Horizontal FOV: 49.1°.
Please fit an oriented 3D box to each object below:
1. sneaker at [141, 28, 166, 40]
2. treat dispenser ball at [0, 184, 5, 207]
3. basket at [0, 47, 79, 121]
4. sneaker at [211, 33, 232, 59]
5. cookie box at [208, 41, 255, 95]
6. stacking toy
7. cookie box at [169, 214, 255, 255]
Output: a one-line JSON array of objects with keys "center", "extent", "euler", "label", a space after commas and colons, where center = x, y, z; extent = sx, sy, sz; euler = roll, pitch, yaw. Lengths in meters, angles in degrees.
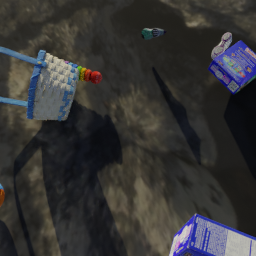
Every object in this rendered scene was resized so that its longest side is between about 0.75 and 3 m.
[{"center": [0.682, -2.529, 7.526], "extent": [0.340, 0.776, 0.289], "euler": [-13, 112, -30], "label": "sneaker"}, {"center": [-3.054, 1.467, 5.956], "extent": [0.786, 0.786, 0.786], "euler": [0, 69, 0], "label": "treat dispenser ball"}, {"center": [-2.188, -0.967, 6.502], "extent": [1.865, 1.644, 1.297], "euler": [11, 54, -19], "label": "basket"}, {"center": [2.614, -2.194, 7.703], "extent": [0.298, 0.397, 0.796], "euler": [39, 97, 31], "label": "sneaker"}, {"center": [2.830, -1.576, 7.241], "extent": [1.148, 0.431, 0.982], "euler": [-35, 75, -22], "label": "cookie box"}, {"center": [-1.224, -1.400, 7.168], "extent": [1.149, 0.491, 0.491], "euler": [13, 70, 2], "label": "stacking toy"}, {"center": [1.832, 2.462, 5.231], "extent": [1.822, 1.559, 0.685], "euler": [21, 55, 7], "label": "cookie box"}]
